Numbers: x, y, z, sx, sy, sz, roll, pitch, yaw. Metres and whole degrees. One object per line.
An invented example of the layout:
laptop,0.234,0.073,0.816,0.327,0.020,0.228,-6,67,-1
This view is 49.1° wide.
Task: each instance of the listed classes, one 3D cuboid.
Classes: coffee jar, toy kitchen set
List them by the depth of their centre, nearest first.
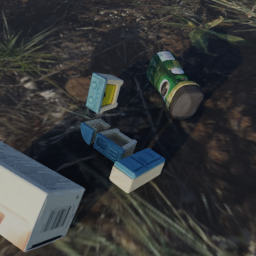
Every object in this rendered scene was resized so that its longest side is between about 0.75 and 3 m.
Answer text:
toy kitchen set,-0.208,-0.027,6.367,2.216,1.775,1.305,31,29,28
coffee jar,1.346,-1.263,8.199,0.879,1.075,2.061,-5,49,-24

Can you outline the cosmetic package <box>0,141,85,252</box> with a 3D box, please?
cosmetic package,-2.322,1.154,5.503,2.533,1.310,1.105,24,91,24
